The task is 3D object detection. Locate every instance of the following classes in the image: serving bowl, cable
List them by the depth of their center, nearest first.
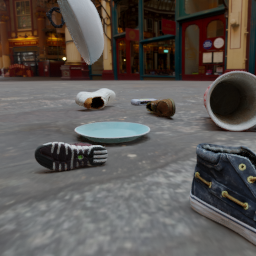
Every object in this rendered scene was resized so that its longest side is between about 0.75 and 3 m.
[{"bbox_3d":[-1.248,-2.988,7.931,0.742,2.256,2.256,-27,18,-10],"label":"serving bowl"},{"bbox_3d":[-2.712,-4.228,10.775,0.653,0.800,0.203,-32,4,-7],"label":"cable"}]

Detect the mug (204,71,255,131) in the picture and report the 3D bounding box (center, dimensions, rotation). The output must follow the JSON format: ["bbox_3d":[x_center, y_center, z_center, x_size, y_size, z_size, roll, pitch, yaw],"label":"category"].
[{"bbox_3d":[3.623,-0.811,9.375,2.323,1.746,2.617,25,10,5],"label":"mug"}]

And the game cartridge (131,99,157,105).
[{"bbox_3d":[0.913,-1.386,14.882,1.424,0.291,0.948,-4,8,-17],"label":"game cartridge"}]

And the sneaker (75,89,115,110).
[{"bbox_3d":[-1.251,-1.235,13.157,1.049,0.902,2.478,28,27,28],"label":"sneaker"}]

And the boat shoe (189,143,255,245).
[{"bbox_3d":[1.486,0.743,3.072,0.682,0.875,1.928,-10,15,-39],"label":"boat shoe"}]

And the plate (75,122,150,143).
[{"bbox_3d":[-0.418,0.124,7.602,2.027,0.259,2.027,0,13,0],"label":"plate"}]

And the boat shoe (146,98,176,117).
[{"bbox_3d":[1.248,-0.761,10.993,0.684,0.724,2.013,-7,3,-12],"label":"boat shoe"}]

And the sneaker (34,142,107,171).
[{"bbox_3d":[-1.135,0.505,5.412,1.347,0.510,0.778,6,3,-25],"label":"sneaker"}]
